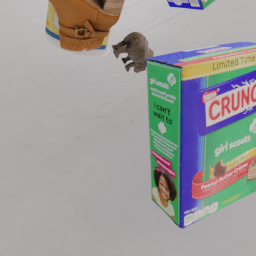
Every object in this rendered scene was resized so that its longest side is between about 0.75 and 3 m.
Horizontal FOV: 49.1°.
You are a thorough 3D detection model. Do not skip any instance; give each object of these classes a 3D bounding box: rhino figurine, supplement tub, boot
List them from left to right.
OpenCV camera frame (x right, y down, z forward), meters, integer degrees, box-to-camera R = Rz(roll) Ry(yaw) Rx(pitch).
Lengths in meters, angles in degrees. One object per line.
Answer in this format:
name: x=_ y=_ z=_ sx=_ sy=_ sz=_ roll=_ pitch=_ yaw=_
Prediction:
boot: x=-1.436 y=-2.678 z=6.624 sx=2.653 sy=2.052 sz=0.978 roll=0 pitch=64 yaw=-26
supplement tub: x=-1.289 y=-3.928 z=8.589 sx=2.169 sy=2.998 sz=2.169 roll=14 pitch=29 yaw=-8
rhino figurine: x=0.261 y=-1.894 z=7.487 sx=0.867 sy=1.982 sz=0.593 roll=-27 pitch=74 yaw=11

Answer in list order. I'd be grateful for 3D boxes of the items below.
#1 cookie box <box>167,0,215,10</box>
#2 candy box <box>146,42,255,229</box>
cookie box: x=2.334 y=-4.416 z=8.028 sx=2.212 sy=0.831 sz=1.892 roll=-38 pitch=33 yaw=-2
candy box: x=1.395 y=0.011 z=4.448 sx=2.087 sy=2.468 sz=0.951 roll=-16 pitch=24 yaw=-25
